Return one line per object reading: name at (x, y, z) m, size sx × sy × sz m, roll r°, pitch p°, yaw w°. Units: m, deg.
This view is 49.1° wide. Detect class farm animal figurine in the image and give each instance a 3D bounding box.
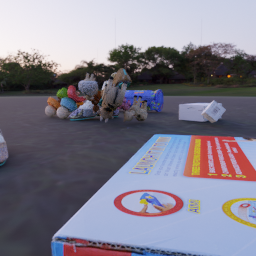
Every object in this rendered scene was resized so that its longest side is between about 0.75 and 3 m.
farm animal figurine at (-0.441, -0.772, 9.401) m, size 2.275 × 1.186 × 2.250 m, roll 10°, pitch -16°, yaw 3°

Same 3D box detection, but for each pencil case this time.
pencil case at (0.357, -1.452, 14.672) m, size 2.948 × 1.150 × 1.280 m, roll 3°, pitch 2°, yaw 22°

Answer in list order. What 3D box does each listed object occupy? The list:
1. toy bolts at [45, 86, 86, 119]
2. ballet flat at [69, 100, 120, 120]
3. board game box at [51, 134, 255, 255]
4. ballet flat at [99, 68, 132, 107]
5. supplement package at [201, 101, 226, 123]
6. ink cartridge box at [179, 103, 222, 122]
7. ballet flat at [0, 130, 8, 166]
toy bolts at (-2.471, -0.786, 11.732) m, size 1.791 × 1.301 × 1.875 m, roll 40°, pitch -18°, yaw -19°
ballet flat at (-1.331, -0.748, 11.141) m, size 2.252 × 0.810 × 0.810 m, roll -6°, pitch 10°, yaw -37°
board game box at (1.135, 0.587, 1.866) m, size 2.340 × 0.668 × 2.390 m, roll 2°, pitch 8°, yaw 15°
ballet flat at (-0.569, -1.534, 10.374) m, size 0.717 × 0.765 × 2.114 m, roll -1°, pitch -20°, yaw -29°
supplement package at (2.762, -0.516, 9.105) m, size 0.484 × 0.483 × 0.825 m, roll 38°, pitch 1°, yaw 7°
ink cartridge box at (2.780, -0.623, 10.730) m, size 1.065 × 0.615 × 1.468 m, roll 7°, pitch 11°, yaw 41°
ballet flat at (-2.408, 0.228, 4.840) m, size 0.570 × 0.563 × 1.676 m, roll -4°, pitch 9°, yaw -28°
